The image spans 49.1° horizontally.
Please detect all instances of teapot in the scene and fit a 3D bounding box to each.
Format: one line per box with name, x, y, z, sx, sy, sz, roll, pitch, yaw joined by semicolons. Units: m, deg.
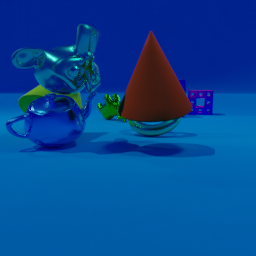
teapot;-1.342;-0.235;5.306;1.849;0.905;1.150;-20;37;-28

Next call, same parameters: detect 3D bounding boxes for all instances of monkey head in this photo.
monkey head;-1.091;-1.263;5.203;1.104;1.318;1.833;20;12;33

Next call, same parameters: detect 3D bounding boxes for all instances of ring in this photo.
ring;0.625;-0.382;6.706;1.370;1.370;0.274;2;-36;16

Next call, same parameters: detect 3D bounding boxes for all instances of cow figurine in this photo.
cow figurine;-0.443;-0.588;9.769;0.714;1.279;1.300;-9;-24;-41

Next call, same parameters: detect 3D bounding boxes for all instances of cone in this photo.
cone;-1.546;-0.956;6.731;1.565;1.571;1.565;12;-27;6
cone;0.426;-0.960;4.790;1.329;1.334;1.329;-4;23;2

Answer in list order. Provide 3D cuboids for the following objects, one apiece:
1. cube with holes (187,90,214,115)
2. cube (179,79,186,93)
cube with holes;3.215;-1.147;12.436;1.046;1.046;1.046;2;8;15
cube;1.540;-1.227;11.419;1.362;1.362;1.362;-6;8;-3
